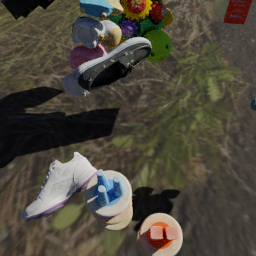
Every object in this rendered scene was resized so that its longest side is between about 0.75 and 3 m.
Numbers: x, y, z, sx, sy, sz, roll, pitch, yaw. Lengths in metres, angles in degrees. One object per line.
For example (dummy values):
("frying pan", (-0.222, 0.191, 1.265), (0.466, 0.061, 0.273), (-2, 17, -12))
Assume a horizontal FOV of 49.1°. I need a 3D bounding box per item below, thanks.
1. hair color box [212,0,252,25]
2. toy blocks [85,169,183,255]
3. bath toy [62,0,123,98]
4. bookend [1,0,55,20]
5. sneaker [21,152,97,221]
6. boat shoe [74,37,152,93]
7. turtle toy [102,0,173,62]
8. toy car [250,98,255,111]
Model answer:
("hair color box", (2.978, -4.031, 7.490), (0.681, 2.131, 1.182), (3, 36, -4))
("toy blocks", (0.114, 1.373, 4.366), (1.655, 1.986, 0.721), (30, 66, 16))
("bath toy", (-0.886, -1.862, 6.770), (1.106, 2.544, 0.940), (17, 42, -11))
("bookend", (-2.786, -3.806, 8.343), (1.371, 0.631, 1.362), (-38, 8, 7))
("sneaker", (-1.362, 1.089, 5.268), (1.558, 0.583, 0.776), (-37, 78, -14))
("boat shoe", (-0.190, -1.217, 5.575), (1.809, 0.621, 0.512), (-32, 54, -19))
("turtle toy", (0.368, -3.035, 7.848), (1.884, 2.585, 1.307), (-29, 5, 3))
("toy car", (3.503, -0.625, 6.208), (1.040, 0.959, 0.920), (-42, 93, -3))
